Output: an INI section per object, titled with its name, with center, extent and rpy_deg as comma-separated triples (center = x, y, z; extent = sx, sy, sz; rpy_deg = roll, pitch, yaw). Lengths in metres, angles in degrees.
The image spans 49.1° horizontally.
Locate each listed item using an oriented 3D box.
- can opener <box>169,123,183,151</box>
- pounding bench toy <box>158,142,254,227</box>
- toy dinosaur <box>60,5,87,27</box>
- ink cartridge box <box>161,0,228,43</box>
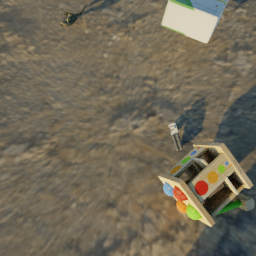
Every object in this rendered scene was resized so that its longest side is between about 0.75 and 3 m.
[can opener]
center = 1.289, 0.235, 7.533
extent = 0.206, 0.260, 0.783
rpy_deg = -18, 71, 9
[pounding bench toy]
center = 1.843, 1.502, 6.323
extent = 1.470, 1.171, 1.885
rpy_deg = -40, 98, -13
[toy dinosaur]
center = -1.887, -3.635, 9.224
extent = 0.644, 0.347, 1.461
rpy_deg = 1, 45, 27
[ink cartridge box]
center = 2.086, -3.581, 8.469
extent = 1.465, 0.849, 2.023
rpy_deg = 25, 48, 9
